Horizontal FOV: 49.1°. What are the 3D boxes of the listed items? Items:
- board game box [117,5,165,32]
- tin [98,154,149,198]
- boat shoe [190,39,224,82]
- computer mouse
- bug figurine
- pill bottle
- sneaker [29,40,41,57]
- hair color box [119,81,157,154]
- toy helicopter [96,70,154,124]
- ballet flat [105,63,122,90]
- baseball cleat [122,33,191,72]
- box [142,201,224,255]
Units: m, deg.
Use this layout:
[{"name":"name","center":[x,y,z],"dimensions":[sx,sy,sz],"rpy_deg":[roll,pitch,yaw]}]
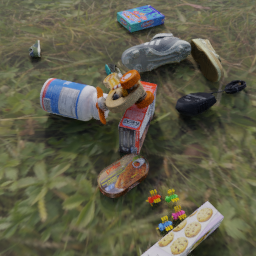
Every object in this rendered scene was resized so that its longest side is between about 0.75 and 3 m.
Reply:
[{"name":"board game box","center":[0.569,-5.000,12.739],"dimensions":[1.760,0.396,1.339],"rpy_deg":[-23,51,-20]},{"name":"tin","center":[-0.110,1.182,7.063],"dimensions":[1.423,0.298,0.797],"rpy_deg":[-31,58,-25]},{"name":"boat shoe","center":[2.978,-2.545,10.156],"dimensions":[0.762,0.884,2.423],"rpy_deg":[-11,40,-4]},{"name":"computer mouse","center":[2.747,-0.964,9.006],"dimensions":[2.981,0.507,0.874],"rpy_deg":[-20,25,-24]},{"name":"bug figurine","center":[0.882,1.863,6.426],"dimensions":[0.764,0.253,0.985],"rpy_deg":[-16,52,-8]},{"name":"pill bottle","center":[-1.530,-0.802,8.372],"dimensions":[1.896,1.064,1.064],"rpy_deg":[13,48,11]},{"name":"sneaker","center":[-3.688,-3.148,11.040],"dimensions":[0.458,0.342,1.021],"rpy_deg":[-7,50,-13]},{"name":"hair color box","center":[0.303,-0.306,7.903],"dimensions":[0.612,1.062,1.914],"rpy_deg":[14,49,12]},{"name":"toy helicopter","center":[-0.348,-0.992,7.772],"dimensions":[1.503,0.897,2.273],"rpy_deg":[-38,30,4]},{"name":"ballet flat","center":[-0.450,-1.810,9.725],"dimensions":[0.495,0.492,1.446],"rpy_deg":[-2,47,-14]},{"name":"baseball cleat","center":[0.902,-2.849,10.480],"dimensions":[2.886,1.007,1.536],"rpy_deg":[-11,41,-24]},{"name":"box","center":[0.945,2.443,5.729],"dimensions":[2.472,0.478,0.512],"rpy_deg":[-29,53,-24]}]
